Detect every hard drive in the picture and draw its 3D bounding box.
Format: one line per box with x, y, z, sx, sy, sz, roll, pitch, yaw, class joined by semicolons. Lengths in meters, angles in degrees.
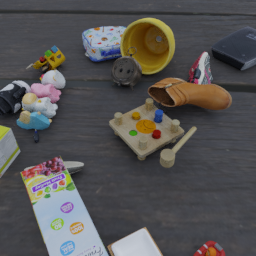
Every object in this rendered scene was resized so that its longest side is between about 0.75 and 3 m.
5.384;-3.668;12.817;2.993;0.633;2.019;-32;54;-28;hard drive

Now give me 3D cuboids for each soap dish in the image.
0.274;3.034;6.270;1.024;0.529;1.301;-21;48;-19;soap dish

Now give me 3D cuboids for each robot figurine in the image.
-4.154;-1.099;10.079;1.095;0.909;1.457;21;49;19;robot figurine

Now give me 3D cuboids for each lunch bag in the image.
-0.880;-3.855;12.845;2.389;0.903;1.915;-17;50;-17;lunch bag

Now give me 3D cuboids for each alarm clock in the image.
-0.032;-2.401;11.057;1.173;0.579;1.740;14;83;21;alarm clock

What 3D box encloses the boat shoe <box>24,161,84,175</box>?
-2.115;1.302;8.111;1.678;0.478;0.561;-5;11;-11;boat shoe

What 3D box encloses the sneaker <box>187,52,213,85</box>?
2.962;-2.141;11.224;0.880;0.950;2.357;27;51;-6;sneaker

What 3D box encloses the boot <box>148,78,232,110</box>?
2.071;-1.040;9.569;2.527;0.931;1.955;21;25;29;boot

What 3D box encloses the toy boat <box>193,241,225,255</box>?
1.861;2.909;6.391;0.809;0.529;0.528;-30;52;-26;toy boat

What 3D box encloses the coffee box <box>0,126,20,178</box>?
-4.075;0.618;8.253;1.107;1.096;1.108;13;47;13;coffee box

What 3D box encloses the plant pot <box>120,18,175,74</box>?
1.035;-3.593;11.861;2.163;2.163;2.035;17;33;16;plant pot

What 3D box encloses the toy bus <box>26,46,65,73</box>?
-3.328;-2.706;11.784;1.484;0.767;1.401;-37;17;6;toy bus

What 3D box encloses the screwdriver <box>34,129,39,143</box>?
-3.130;0.041;9.483;0.167;0.174;1.199;-12;48;-12;screwdriver

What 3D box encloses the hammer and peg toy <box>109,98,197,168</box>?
0.841;0.206;8.827;1.865;0.894;2.535;-27;52;-26;hammer and peg toy

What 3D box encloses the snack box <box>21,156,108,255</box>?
-1.052;2.344;5.669;0.938;2.338;2.773;-23;51;-16;snack box

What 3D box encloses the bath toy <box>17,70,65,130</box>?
-3.107;-1.112;10.118;0.993;1.169;2.687;-24;37;28;bath toy
